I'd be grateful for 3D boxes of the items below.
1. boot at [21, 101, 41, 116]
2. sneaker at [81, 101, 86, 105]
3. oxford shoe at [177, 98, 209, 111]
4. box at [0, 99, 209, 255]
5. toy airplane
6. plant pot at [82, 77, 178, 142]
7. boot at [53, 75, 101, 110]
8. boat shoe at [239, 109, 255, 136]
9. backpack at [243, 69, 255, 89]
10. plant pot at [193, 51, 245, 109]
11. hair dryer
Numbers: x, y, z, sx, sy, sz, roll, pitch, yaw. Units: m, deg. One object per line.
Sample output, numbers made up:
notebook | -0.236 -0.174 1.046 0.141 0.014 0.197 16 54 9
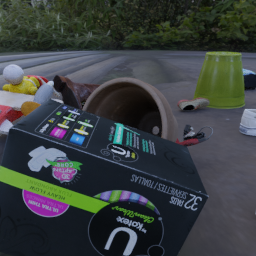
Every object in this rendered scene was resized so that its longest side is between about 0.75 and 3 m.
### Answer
boot | -2.306 0.023 8.027 1.912 0.673 1.369 41 7 -20
sneaker | -2.139 -1.456 13.756 0.707 0.695 1.835 43 35 22
oxford shoe | 3.003 -0.977 12.546 1.507 0.531 0.563 -9 38 -9
box | -0.455 0.913 4.098 2.440 1.812 1.517 19 18 -5
toy airplane | -3.973 -1.097 9.680 2.974 2.099 2.961 -12 32 -22
plant pot | 0.281 0.068 6.949 2.315 2.315 2.019 12 4 30
boot | -1.613 -1.236 12.569 2.939 0.944 2.739 8 42 -45
boat shoe | 5.370 -0.525 9.955 2.943 1.255 1.087 -4 20 -10
backpack | 6.955 -3.100 17.366 1.548 1.459 1.897 -4 7 -22
plant pot | 4.504 -2.419 13.580 2.514 2.420 2.514 0 20 0
hair dryer | 1.504 0.400 7.748 1.510 0.410 1.150 -46 20 -13
